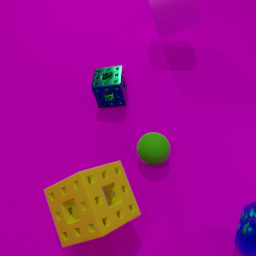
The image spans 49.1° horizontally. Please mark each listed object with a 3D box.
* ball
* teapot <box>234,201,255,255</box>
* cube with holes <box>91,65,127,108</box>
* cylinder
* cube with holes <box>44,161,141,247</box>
[{"bbox_3d":[0.630,0.516,6.938,0.813,0.813,0.813,0,57,0],"label":"ball"},{"bbox_3d":[2.635,2.070,5.514,0.878,1.792,1.114,15,65,28],"label":"teapot"},{"bbox_3d":[-0.503,-1.160,7.928,0.798,0.798,0.798,-5,50,10],"label":"cube with holes"},{"bbox_3d":[1.398,-3.620,8.731,1.285,1.285,1.285,-19,57,9],"label":"cylinder"},{"bbox_3d":[-0.715,1.499,5.655,1.177,1.177,1.177,-8,72,-53],"label":"cube with holes"}]
